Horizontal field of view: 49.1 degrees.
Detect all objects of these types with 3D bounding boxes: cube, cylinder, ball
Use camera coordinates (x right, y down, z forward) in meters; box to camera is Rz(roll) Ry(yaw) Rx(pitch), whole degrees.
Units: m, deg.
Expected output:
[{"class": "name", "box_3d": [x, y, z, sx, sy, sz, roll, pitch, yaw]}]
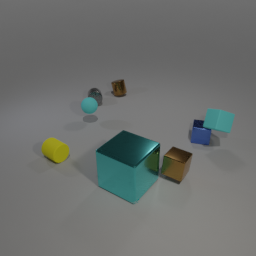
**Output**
[{"class": "cube", "box_3d": [0.019, 1.126, 8.495, 1.400, 1.400, 1.400, 19, 36, 30]}, {"class": "cylinder", "box_3d": [-1.627, -1.554, 13.774, 0.700, 0.700, 0.700, -5, 24, -8]}, {"class": "cube", "box_3d": [2.854, 0.160, 10.904, 0.700, 0.700, 0.700, 8, 31, 13]}, {"class": "cube", "box_3d": [1.530, 1.115, 8.790, 0.700, 0.700, 0.700, 20, 31, 26]}, {"class": "cylinder", "box_3d": [-2.547, 0.772, 9.830, 0.700, 0.700, 0.700, 23, 37, 33]}, {"class": "cube", "box_3d": [3.251, -0.264, 10.041, 0.700, 0.700, 0.700, 13, 2, -25]}, {"class": "cylinder", "box_3d": [-0.469, -2.134, 14.721, 0.700, 0.700, 0.700, -12, 20, 4]}, {"class": "ball", "box_3d": [-1.630, -0.941, 11.814, 0.700, 0.700, 0.700, 0, 30, 0]}]
